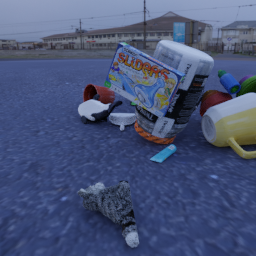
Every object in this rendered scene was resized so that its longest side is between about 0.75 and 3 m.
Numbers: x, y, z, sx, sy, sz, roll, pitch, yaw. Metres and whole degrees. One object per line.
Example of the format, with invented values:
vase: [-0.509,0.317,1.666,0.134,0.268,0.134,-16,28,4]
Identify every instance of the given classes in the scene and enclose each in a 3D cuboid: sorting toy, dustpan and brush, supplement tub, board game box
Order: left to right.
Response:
dustpan and brush: [-0.220,-0.258,11.168,1.132,0.464,1.622,1,11,0]
board game box: [0.417,-1.372,8.005,2.034,1.377,0.350,30,30,13]
supplement tub: [1.330,-1.096,8.962,1.821,2.972,1.821,15,25,-7]
sorting toy: [3.997,-1.464,10.948,2.877,1.729,1.181,-27,47,10]

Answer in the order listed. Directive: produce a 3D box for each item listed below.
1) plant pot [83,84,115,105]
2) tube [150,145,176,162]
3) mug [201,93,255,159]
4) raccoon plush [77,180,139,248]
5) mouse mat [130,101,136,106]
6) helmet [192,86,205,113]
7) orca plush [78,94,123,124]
plant pot: [-1.397,-1.561,14.035,1.219,1.253,1.253,-5,16,-43]
tube: [1.069,0.762,8.173,0.375,0.244,0.968,5,21,40]
mug: [3.384,-0.118,8.773,1.713,1.671,2.086,-12,13,-10]
raccoon plush: [-0.412,1.503,5.139,1.018,0.735,1.520,-9,19,-2]
mouse mat: [1.579,-1.467,15.380,2.804,0.106,2.256,2,17,5]
helmet: [1.788,-1.753,11.010,2.649,2.649,2.526,6,35,17]
orca plush: [-1.068,-0.692,11.544,2.514,1.322,0.894,-15,-37,43]
